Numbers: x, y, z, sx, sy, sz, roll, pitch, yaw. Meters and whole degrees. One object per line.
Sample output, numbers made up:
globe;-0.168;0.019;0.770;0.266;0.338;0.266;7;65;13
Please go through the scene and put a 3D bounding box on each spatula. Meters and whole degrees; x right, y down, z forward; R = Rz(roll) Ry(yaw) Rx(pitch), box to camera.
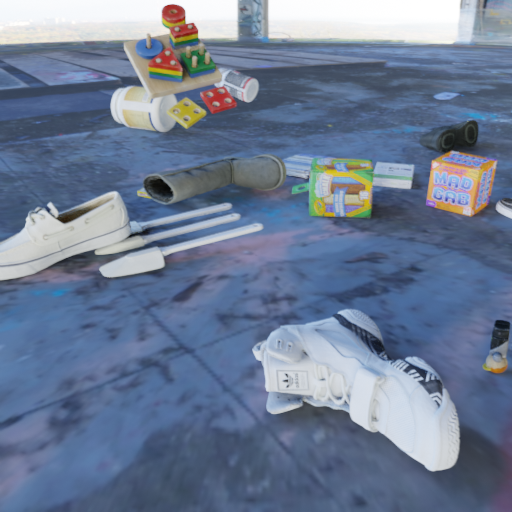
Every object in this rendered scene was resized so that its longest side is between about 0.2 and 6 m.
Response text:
spatula;-1.440;-0.360;9.862;2.884;0.232;2.005;-14;24;-22

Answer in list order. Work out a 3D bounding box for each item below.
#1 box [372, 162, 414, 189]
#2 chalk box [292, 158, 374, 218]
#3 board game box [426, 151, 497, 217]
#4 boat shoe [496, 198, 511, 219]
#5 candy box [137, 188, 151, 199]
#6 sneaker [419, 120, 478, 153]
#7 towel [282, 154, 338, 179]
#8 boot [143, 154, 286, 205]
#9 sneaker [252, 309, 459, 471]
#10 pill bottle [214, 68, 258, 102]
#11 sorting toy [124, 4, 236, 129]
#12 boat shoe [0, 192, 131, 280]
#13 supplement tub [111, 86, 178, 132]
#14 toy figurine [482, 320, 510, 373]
box;3.159;-1.868;12.942;0.893;0.225;1.238;8;26;16
chalk box;1.495;-1.370;11.079;1.549;0.960;0.967;3;26;6
board game box;4.128;-1.473;11.285;0.954;0.955;0.955;21;33;36
boat shoe;5.440;-0.909;10.585;0.599;0.568;1.713;-22;34;-37
candy box;-2.085;-1.478;12.227;0.526;0.136;1.029;11;28;21
sneaker;5.319;-3.331;15.376;2.007;0.762;0.911;-14;22;-32
towel;1.163;-2.218;13.687;1.184;0.192;1.613;15;28;32
boot;-0.842;-1.605;11.610;2.126;0.848;2.338;5;14;43
sneaker;0.869;1.361;5.664;1.393;0.910;2.423;-8;22;-15
pill bottle;-0.368;-3.122;10.181;0.745;0.432;0.432;29;36;21
sorting toy;-1.223;-2.975;8.430;1.170;0.410;2.427;-20;65;-19
boat shoe;-3.327;-0.416;9.069;2.589;0.904;0.918;-20;32;-23
supplement tub;-3.397;-4.483;17.041;1.739;1.255;1.255;13;29;23
toy figurine;3.216;1.165;6.307;1.037;0.721;1.021;-11;23;-18
